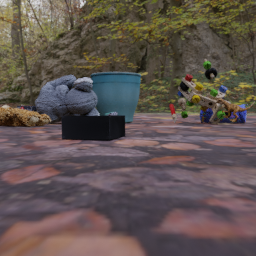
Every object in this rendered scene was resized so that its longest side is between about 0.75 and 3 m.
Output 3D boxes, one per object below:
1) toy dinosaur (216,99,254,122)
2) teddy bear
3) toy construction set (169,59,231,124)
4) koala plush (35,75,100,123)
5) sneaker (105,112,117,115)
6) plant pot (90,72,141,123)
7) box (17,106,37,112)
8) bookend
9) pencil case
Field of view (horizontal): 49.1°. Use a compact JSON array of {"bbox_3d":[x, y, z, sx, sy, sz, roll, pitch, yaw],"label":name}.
[{"bbox_3d":[3.438,-0.581,8.935,1.364,0.724,0.412,10,24,-17],"label":"toy dinosaur"},{"bbox_3d":[-4.315,-0.484,11.161,2.492,0.832,1.807,3,3,37],"label":"teddy bear"},{"bbox_3d":[3.236,-1.041,12.619,2.844,2.185,2.372,-37,-57,27],"label":"toy construction set"},{"bbox_3d":[-2.458,-1.149,12.491,2.597,2.303,2.386,3,17,30],"label":"koala plush"},{"bbox_3d":[-0.708,-0.401,12.121,0.456,0.536,1.225,-11,5,-11],"label":"sneaker"},{"bbox_3d":[-0.586,-1.436,13.878,2.501,2.350,2.501,0,4,0],"label":"plant pot"},{"bbox_3d":[-4.506,-0.582,12.514,0.746,0.819,0.427,0,4,6],"label":"box"},{"bbox_3d":[-0.763,-0.032,6.523,1.147,0.528,1.140,0,3,16],"label":"bookend"},{"bbox_3d":[4.521,-0.667,13.313,2.181,0.851,0.947,0,-21,20],"label":"pencil case"}]
